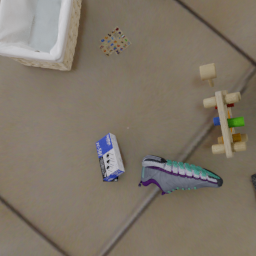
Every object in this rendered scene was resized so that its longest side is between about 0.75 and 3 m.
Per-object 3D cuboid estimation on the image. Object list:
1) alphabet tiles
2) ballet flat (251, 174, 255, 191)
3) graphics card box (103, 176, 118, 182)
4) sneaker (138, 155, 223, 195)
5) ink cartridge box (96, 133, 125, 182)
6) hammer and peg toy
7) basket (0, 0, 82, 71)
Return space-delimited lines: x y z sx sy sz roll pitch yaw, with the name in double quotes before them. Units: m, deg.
"alphabet tiles" -0.462 -2.749 9.124 0.916 0.035 0.766 -39 88 -2
"ballet flat" 4.160 2.102 8.773 0.452 0.386 1.360 -8 91 -32
"graphics card box" -0.545 1.302 8.829 0.482 0.195 0.769 -1 86 -1
"sneaker" 1.569 1.621 8.576 2.462 0.916 1.078 14 98 11
"ink cartridge box" -0.554 0.855 8.331 0.626 0.294 1.331 -36 48 23
"hammer and peg toy" 2.776 -0.566 7.967 0.895 1.867 2.539 -10 93 26
"basket" -2.502 -3.200 8.301 1.890 1.720 2.788 8 86 1
